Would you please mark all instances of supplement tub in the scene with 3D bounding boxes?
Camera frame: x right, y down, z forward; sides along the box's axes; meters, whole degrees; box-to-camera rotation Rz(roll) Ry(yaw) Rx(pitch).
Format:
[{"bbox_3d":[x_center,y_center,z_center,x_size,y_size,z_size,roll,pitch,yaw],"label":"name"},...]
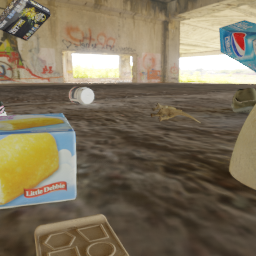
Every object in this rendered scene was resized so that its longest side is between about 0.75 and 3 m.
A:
[{"bbox_3d":[-2.394,-1.660,14.366,0.873,0.873,1.243,-9,14,-38],"label":"supplement tub"}]

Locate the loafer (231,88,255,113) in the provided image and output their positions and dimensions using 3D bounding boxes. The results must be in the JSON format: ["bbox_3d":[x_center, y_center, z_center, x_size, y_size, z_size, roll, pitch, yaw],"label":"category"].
[{"bbox_3d":[4.911,-1.204,11.804,1.053,0.976,2.801,1,11,7],"label":"loafer"}]

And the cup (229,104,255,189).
[{"bbox_3d":[2.640,0.062,4.215,2.028,1.450,2.028,0,11,0],"label":"cup"}]

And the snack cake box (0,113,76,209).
[{"bbox_3d":[-2.203,0.397,3.787,2.806,0.943,1.614,-3,13,-18],"label":"snack cake box"}]

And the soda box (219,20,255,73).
[{"bbox_3d":[3.889,-2.538,8.649,0.988,0.935,2.914,-16,29,0],"label":"soda box"}]

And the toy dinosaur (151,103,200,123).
[{"bbox_3d":[1.469,-0.559,9.596,1.034,0.595,2.045,-5,12,-31],"label":"toy dinosaur"}]

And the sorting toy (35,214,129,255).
[{"bbox_3d":[-0.433,1.081,2.498,0.719,0.142,0.777,-4,17,-21],"label":"sorting toy"}]

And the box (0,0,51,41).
[{"bbox_3d":[-3.286,-3.439,8.787,1.369,0.336,1.103,-30,-26,28],"label":"box"}]

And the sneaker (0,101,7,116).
[{"bbox_3d":[-4.784,-0.573,9.405,0.633,0.680,1.575,1,12,13],"label":"sneaker"}]
